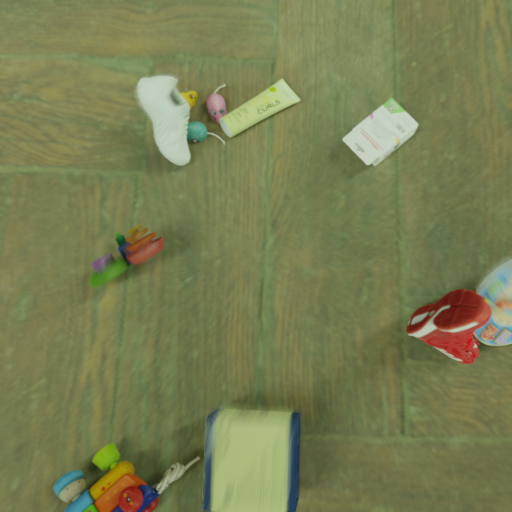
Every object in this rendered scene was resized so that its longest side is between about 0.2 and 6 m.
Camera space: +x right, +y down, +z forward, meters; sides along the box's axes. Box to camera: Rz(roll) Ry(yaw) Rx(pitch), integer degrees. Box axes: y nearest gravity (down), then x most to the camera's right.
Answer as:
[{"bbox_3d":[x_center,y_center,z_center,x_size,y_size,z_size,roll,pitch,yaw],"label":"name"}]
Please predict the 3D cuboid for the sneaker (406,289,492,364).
[{"bbox_3d":[3.694,1.281,9.856,1.223,2.116,0.829,31,74,-7],"label":"sneaker"}]

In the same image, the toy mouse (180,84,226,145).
[{"bbox_3d":[-1.134,-2.953,11.826,1.685,0.326,1.498,-36,78,-9],"label":"toy mouse"}]

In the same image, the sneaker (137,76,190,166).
[{"bbox_3d":[-1.653,-2.638,11.062,0.754,1.881,0.662,-6,35,22],"label":"sneaker"}]

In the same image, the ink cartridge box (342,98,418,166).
[{"bbox_3d":[2.527,-2.476,11.620,1.429,0.481,0.837,-39,79,-9],"label":"ink cartridge box"}]

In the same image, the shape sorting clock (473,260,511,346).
[{"bbox_3d":[4.740,0.856,10.201,1.925,1.925,0.378,-17,34,-4],"label":"shape sorting clock"}]

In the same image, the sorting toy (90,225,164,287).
[{"bbox_3d":[-2.553,-0.096,10.647,1.626,0.977,0.667,-29,101,1],"label":"sorting toy"}]

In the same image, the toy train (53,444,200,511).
[{"bbox_3d":[-2.291,3.843,9.785,2.395,1.014,1.386,-41,65,-10],"label":"toy train"}]

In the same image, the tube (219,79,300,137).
[{"bbox_3d":[0.046,-3.127,11.845,1.736,0.451,0.504,-32,116,-13],"label":"tube"}]

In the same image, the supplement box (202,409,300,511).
[{"bbox_3d":[-0.046,3.477,9.575,1.526,1.026,1.528,1,82,8],"label":"supplement box"}]
